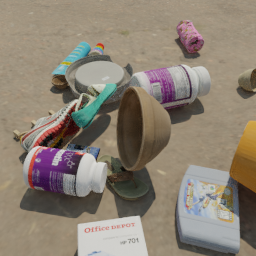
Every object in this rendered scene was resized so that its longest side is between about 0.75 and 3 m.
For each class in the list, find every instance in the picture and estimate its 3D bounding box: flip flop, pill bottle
[{"bbox_3d":[-0.225,1.422,8.635,0.854,0.606,2.106,-28,49,-28],"label":"flip flop"},{"bbox_3d":[-1.806,1.297,8.273,2.259,1.270,1.270,7,43,7],"label":"pill bottle"},{"bbox_3d":[1.713,-1.623,11.226,2.953,1.658,1.658,-13,44,-15],"label":"pill bottle"}]

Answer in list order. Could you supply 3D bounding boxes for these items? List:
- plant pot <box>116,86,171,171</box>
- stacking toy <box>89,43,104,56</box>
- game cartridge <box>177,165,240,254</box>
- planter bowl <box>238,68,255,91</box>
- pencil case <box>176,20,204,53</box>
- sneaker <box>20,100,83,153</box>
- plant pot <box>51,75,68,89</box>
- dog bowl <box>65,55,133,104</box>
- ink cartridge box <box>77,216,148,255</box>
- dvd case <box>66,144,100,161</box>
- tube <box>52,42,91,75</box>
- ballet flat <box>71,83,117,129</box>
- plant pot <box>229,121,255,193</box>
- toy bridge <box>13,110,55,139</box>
[{"bbox_3d":[0.504,0.033,8.204,1.115,2.416,2.416,3,40,-19],"label":"plant pot"},{"bbox_3d":[-1.561,-4.019,14.651,0.717,0.717,1.679,3,39,3],"label":"stacking toy"},{"bbox_3d":[2.253,2.146,7.967,1.672,0.522,2.511,13,43,7],"label":"game cartridge"},{"bbox_3d":[5.339,-2.126,12.403,1.007,1.007,0.678,-32,25,-31],"label":"planter bowl"},{"bbox_3d":[3.419,-5.099,15.512,0.988,1.032,2.386,-15,44,5],"label":"pencil case"},{"bbox_3d":[-2.630,-0.164,10.014,1.198,1.135,2.916,18,44,24],"label":"sneaker"},{"bbox_3d":[-3.018,-2.038,12.635,0.825,0.381,0.825,0,41,0],"label":"plant pot"},{"bbox_3d":[-1.230,-2.146,12.353,2.952,0.866,2.952,0,44,0],"label":"dog bowl"},{"bbox_3d":[-0.309,3.268,6.358,1.599,0.938,2.184,-6,44,-7],"label":"ink cartridge box"},{"bbox_3d":[-1.616,0.928,9.564,1.174,0.103,0.838,8,44,8],"label":"dvd case"},{"bbox_3d":[-2.710,-3.383,14.018,1.029,0.670,2.658,5,45,22],"label":"tube"},{"bbox_3d":[-1.222,-1.063,10.089,0.819,0.856,2.432,-14,34,46],"label":"ballet flat"},{"bbox_3d":[4.269,0.974,7.571,2.510,2.741,2.741,22,46,26],"label":"plant pot"},{"bbox_3d":[-3.421,-0.080,10.572,0.601,0.244,1.789,30,50,29],"label":"toy bridge"}]
